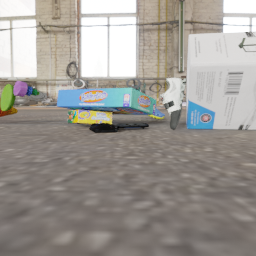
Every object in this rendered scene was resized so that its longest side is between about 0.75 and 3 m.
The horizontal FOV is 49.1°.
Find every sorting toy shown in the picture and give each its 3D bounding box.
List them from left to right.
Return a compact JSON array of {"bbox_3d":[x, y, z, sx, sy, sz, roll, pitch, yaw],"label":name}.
[{"bbox_3d":[-3.507,-0.820,8.752,0.819,0.824,2.378,12,-23,-44],"label":"sorting toy"}]

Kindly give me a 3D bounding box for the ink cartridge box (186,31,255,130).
[{"bbox_3d":[2.883,-1.048,6.588,2.921,2.132,1.231,1,50,9],"label":"ink cartridge box"}]

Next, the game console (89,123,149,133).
[{"bbox_3d":[-0.192,-0.021,7.064,1.516,0.183,0.894,-2,7,-18],"label":"game console"}]

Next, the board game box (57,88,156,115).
[{"bbox_3d":[-0.578,-0.741,8.261,2.357,0.530,1.793,3,-4,26],"label":"board game box"}]

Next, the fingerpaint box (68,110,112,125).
[{"bbox_3d":[-1.111,-0.290,8.113,1.044,0.383,0.871,3,-1,-31],"label":"fingerpaint box"}]

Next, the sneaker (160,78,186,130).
[{"bbox_3d":[1.072,-0.618,7.016,0.586,1.324,0.491,8,-8,1],"label":"sneaker"}]

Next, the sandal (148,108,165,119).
[{"bbox_3d":[0.805,-0.850,11.037,1.532,0.667,0.609,31,7,19],"label":"sandal"}]
